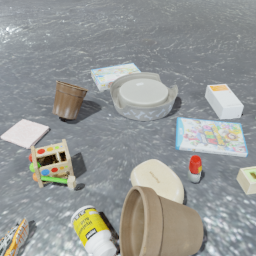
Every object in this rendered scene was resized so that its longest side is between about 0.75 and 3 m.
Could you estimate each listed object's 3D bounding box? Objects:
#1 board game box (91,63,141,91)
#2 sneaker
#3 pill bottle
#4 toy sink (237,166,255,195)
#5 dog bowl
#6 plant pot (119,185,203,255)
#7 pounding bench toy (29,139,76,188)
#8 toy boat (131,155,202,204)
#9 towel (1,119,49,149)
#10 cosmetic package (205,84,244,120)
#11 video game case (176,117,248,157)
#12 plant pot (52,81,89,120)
[{"bbox_3d":[-0.522,-2.545,13.749,2.258,0.386,1.518,-13,40,-15],"label":"board game box"},{"bbox_3d":[-2.926,2.822,6.965,0.519,0.526,1.343,4,40,13],"label":"sneaker"},{"bbox_3d":[-0.839,2.647,6.999,0.729,0.729,1.311,-23,45,-26],"label":"pill bottle"},{"bbox_3d":[3.950,1.547,8.511,0.977,0.548,0.637,-6,39,-7],"label":"toy sink"},{"bbox_3d":[0.658,-1.348,11.900,2.848,0.835,2.848,0,38,0],"label":"dog bowl"},{"bbox_3d":[0.821,2.421,6.666,1.639,1.879,1.879,12,36,-15],"label":"plant pot"},{"bbox_3d":[-2.312,1.280,8.517,1.206,0.960,1.546,-13,40,-16],"label":"pounding bench toy"},{"bbox_3d":[1.265,1.590,8.220,2.166,1.006,1.821,-23,45,-13],"label":"toy boat"},{"bbox_3d":[-3.820,0.207,10.463,1.303,0.210,1.244,16,41,19],"label":"towel"},{"bbox_3d":[4.007,-1.136,11.801,0.892,0.627,1.758,-6,40,-7],"label":"cosmetic package"},{"bbox_3d":[3.015,0.289,10.350,2.432,0.216,1.741,6,39,7],"label":"video game case"},{"bbox_3d":[-2.327,-1.061,10.973,1.281,1.268,1.281,16,9,-3],"label":"plant pot"}]
